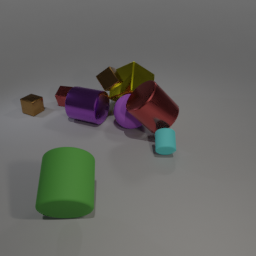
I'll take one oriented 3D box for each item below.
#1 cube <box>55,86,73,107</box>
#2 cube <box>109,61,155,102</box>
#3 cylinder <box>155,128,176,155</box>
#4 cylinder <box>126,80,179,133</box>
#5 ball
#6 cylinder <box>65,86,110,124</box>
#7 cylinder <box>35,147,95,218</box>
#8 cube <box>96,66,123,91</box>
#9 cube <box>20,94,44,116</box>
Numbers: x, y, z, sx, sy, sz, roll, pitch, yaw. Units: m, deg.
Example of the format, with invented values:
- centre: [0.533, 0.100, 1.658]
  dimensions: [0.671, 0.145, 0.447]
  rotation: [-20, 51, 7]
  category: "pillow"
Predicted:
- centre: [-2.910, -1.480, 13.163]
  dimensions: [0.700, 0.700, 0.700]
  rotation: [7, 52, 12]
  category: "cube"
- centre: [0.177, -1.833, 12.336]
  dimensions: [1.400, 1.400, 1.400]
  rotation: [-12, -25, 43]
  category: "cube"
- centre: [1.282, 0.464, 9.596]
  dimensions: [0.700, 0.700, 0.700]
  rotation: [1, 61, 1]
  category: "cylinder"
- centre: [0.880, -0.743, 10.075]
  dimensions: [1.400, 1.400, 1.400]
  rotation: [-35, 32, 26]
  category: "cylinder"
- centre: [0.126, -0.671, 11.279]
  dimensions: [1.400, 1.400, 1.400]
  rotation: [0, 31, 0]
  category: "ball"
- centre: [-1.684, -0.961, 11.768]
  dimensions: [1.400, 1.400, 1.400]
  rotation: [12, 33, 20]
  category: "cylinder"
- centre: [-1.561, 1.418, 7.190]
  dimensions: [1.400, 1.400, 1.400]
  rotation: [-1, 56, -2]
  category: "cylinder"
- centre: [-0.725, -1.948, 11.180]
  dimensions: [0.700, 0.700, 0.700]
  rotation: [-33, -2, 16]
  category: "cube"
- centre: [-4.290, -1.042, 12.582]
  dimensions: [0.700, 0.700, 0.700]
  rotation: [17, 34, 23]
  category: "cube"
